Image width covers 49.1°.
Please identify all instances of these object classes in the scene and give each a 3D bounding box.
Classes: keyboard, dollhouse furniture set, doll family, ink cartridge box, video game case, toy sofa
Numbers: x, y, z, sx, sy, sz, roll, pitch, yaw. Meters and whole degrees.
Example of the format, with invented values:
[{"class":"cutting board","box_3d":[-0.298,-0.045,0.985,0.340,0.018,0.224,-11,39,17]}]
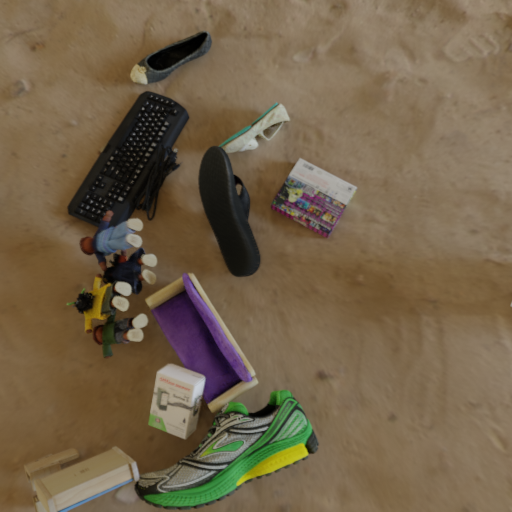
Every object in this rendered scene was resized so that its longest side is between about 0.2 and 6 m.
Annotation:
[{"class":"keyboard","box_3d":[-2.527,-2.072,11.893,1.763,0.671,3.387,24,74,8]},{"class":"dollhouse furniture set","box_3d":[-2.774,4.548,9.469,1.419,2.052,2.174,-14,96,-32]},{"class":"doll family","box_3d":[-2.801,0.494,10.690,1.599,1.085,2.766,-14,56,42]},{"class":"ink cartridge box","box_3d":[-1.423,2.596,10.042,0.787,0.455,1.082,15,104,18]},{"class":"video game case","box_3d":[1.210,-1.226,11.798,1.405,0.252,1.274,28,73,9]},{"class":"toy sofa","box_3d":[-1.022,1.581,10.341,1.014,1.194,2.448,-31,75,-10]}]

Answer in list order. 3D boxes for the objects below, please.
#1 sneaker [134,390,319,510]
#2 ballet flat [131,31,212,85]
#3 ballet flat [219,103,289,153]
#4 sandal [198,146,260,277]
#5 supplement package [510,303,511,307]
[{"class":"sneaker","box_3d":[-0.592,3.303,9.675,3.169,1.236,1.350,-21,86,-15]},{"class":"ballet flat","box_3d":[-1.956,-4.571,12.759,2.078,0.590,0.691,-33,83,-10]},{"class":"ballet flat","box_3d":[0.002,-2.644,12.148,1.790,0.604,0.558,-39,103,-10]},{"class":"sandal","box_3d":[-0.502,-0.896,11.436,0.658,1.033,2.748,-8,78,-46]},{"class":"supplement package","box_3d":[5.923,0.591,10.284,1.493,1.918,1.063,27,73,9]}]
